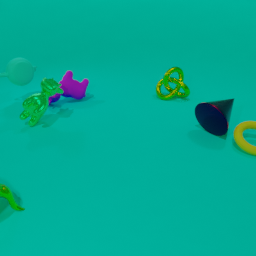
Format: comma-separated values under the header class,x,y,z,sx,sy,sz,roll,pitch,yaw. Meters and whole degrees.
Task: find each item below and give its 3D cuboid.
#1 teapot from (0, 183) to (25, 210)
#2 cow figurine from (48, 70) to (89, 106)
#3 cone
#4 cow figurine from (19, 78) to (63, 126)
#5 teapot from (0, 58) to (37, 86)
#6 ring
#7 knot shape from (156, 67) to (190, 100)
class,x,y,z,sx,sy,sz,roll,pitch,yaw
teapot,-2.768,1.258,4.835,1.885,0.923,1.172,0,11,-25
cow figurine,-2.132,-1.255,9.653,1.412,1.389,0.775,23,-20,-21
cone,2.594,-0.523,7.683,1.074,1.070,1.070,-38,42,-22
cow figurine,-2.529,-0.812,8.206,0.721,1.313,1.292,36,48,-6
teapot,-3.689,-1.935,9.576,1.515,0.942,0.742,-25,28,-39
ring,3.233,0.247,7.107,1.073,0.215,1.073,0,50,0
knot shape,1.593,-1.584,9.862,1.248,1.168,0.577,6,31,12
